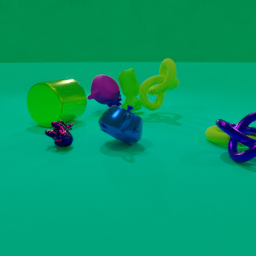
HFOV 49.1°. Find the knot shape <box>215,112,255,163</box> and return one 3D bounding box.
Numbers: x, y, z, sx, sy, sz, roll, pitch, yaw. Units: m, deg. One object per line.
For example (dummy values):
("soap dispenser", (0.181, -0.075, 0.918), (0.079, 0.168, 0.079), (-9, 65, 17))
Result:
("knot shape", (2.491, 0.109, 6.076), (1.335, 0.617, 1.249), (-36, 46, -27))

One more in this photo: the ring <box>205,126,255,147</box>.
("ring", (2.750, 0.176, 7.210), (1.464, 0.293, 1.464), (-1, 12, 0))

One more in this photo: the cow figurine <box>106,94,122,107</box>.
("cow figurine", (-0.603, -1.173, 11.873), (0.905, 0.497, 0.891), (-25, 35, -30))

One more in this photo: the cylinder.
("cylinder", (-2.251, -0.831, 8.986), (1.381, 1.381, 1.381), (7, 16, 24))

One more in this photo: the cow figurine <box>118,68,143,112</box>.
("cow figurine", (0.058, -1.441, 10.686), (0.874, 1.592, 1.567), (-17, 18, 21))

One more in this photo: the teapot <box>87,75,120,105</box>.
("teapot", (-0.929, -1.471, 11.137), (0.967, 1.228, 1.975), (-40, -5, 37))

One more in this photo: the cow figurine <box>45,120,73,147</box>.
("cow figurine", (-1.604, 0.150, 6.952), (0.929, 0.510, 0.914), (42, 9, 30))

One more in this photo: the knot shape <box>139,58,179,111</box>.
("knot shape", (1.221, -1.551, 10.271), (0.875, 1.894, 1.772), (38, 13, 12))

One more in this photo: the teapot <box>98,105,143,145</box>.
("teapot", (-0.126, -0.147, 6.932), (1.130, 0.890, 1.818), (26, -3, -6))
